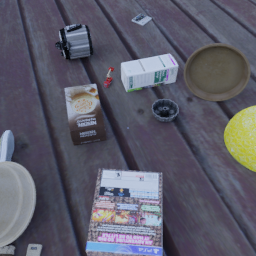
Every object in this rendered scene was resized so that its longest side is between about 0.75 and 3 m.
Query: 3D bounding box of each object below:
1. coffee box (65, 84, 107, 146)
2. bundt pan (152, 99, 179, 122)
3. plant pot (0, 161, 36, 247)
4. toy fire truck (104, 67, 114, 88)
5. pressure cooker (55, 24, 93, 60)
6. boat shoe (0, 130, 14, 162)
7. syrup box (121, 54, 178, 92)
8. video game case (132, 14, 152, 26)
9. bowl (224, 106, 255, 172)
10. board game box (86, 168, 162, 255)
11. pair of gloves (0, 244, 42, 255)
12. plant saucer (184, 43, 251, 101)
[{"bbox_3d":[-1.594,-0.545,10.470,1.262,0.880,2.207,-10,52,-8],"label":"coffee box"},{"bbox_3d":[1.428,-0.628,10.859,1.043,0.391,1.043,0,50,0],"label":"bundt pan"},{"bbox_3d":[-4.038,1.830,7.159,2.435,2.229,2.435,-5,70,15],"label":"plant pot"},{"bbox_3d":[-0.817,-2.171,11.996,0.193,0.558,0.791,16,52,13],"label":"toy fire truck"},{"bbox_3d":[-2.501,-3.887,12.824,1.647,1.449,1.471,-12,72,-8],"label":"pressure cooker"},{"bbox_3d":[-4.296,0.860,9.508,0.562,0.652,1.811,-5,54,-2],"label":"boat shoe"},{"bbox_3d":[0.902,-2.354,11.916,2.277,0.897,0.927,-13,52,-11],"label":"syrup box"},{"bbox_3d":[0.753,-5.941,15.344,0.757,0.097,0.833,32,59,23],"label":"video game case"},{"bbox_3d":[4.875,0.075,9.601,2.743,1.476,2.743,0,50,0],"label":"bowl"},{"bbox_3d":[-0.019,2.471,7.860,1.876,1.140,2.354,4,51,3],"label":"board game box"},{"bbox_3d":[-2.981,3.683,7.490,1.261,0.221,1.073,-2,48,-5],"label":"pair of gloves"},{"bbox_3d":[3.398,-2.132,10.800,2.445,2.445,0.360,13,42,11],"label":"plant saucer"}]
